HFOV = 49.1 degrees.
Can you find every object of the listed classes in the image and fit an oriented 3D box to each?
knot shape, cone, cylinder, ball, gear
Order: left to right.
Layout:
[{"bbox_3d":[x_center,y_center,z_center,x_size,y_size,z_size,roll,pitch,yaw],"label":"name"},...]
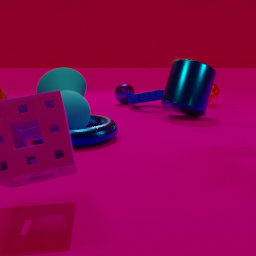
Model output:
[{"bbox_3d":[-1.820,-0.717,8.396,1.578,1.578,1.584,-6,42,-23],"label":"cone"},{"bbox_3d":[-1.316,-0.316,6.103,0.996,0.996,0.996,0,13,0],"label":"ball"},{"bbox_3d":[-0.128,-1.368,11.180,0.822,0.822,0.822,0,13,0],"label":"ball"},{"bbox_3d":[0.835,-1.143,10.249,1.666,0.308,1.666,-9,3,0],"label":"gear"},{"bbox_3d":[1.799,-1.168,8.362,1.342,1.342,1.342,16,-4,1],"label":"cylinder"},{"bbox_3d":[3.081,-1.445,11.163,1.294,0.639,1.383,-31,28,-27],"label":"knot shape"}]

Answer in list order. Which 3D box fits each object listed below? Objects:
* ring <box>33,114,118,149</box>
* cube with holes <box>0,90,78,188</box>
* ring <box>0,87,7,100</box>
[{"bbox_3d":[-1.177,0.027,6.161,1.917,0.383,1.917,0,14,0],"label":"ring"},{"bbox_3d":[-1.032,0.159,3.083,0.784,0.784,0.784,-12,-14,-11],"label":"cube with holes"},{"bbox_3d":[-3.641,-0.523,6.271,1.771,1.771,0.354,-6,56,-26],"label":"ring"}]
